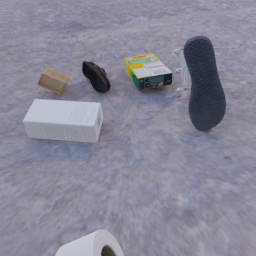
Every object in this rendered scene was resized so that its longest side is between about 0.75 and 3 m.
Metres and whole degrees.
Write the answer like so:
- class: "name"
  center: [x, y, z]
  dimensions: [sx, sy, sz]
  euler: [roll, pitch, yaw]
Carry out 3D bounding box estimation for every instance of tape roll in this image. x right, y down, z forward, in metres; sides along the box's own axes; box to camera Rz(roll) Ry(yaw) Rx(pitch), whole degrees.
- class: "tape roll"
  center: [-0.572, 2.284, 4.482]
  dimensions: [0.747, 1.087, 1.087]
  euler: [-26, 40, 14]

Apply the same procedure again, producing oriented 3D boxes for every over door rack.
- class: "over door rack"
  center: [2.660, -1.931, 9.289]
  dimensions: [2.146, 0.715, 1.585]
  euler: [-4, 78, 11]

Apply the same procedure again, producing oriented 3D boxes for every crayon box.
- class: "crayon box"
  center: [0.682, -2.084, 10.218]
  dimensions: [1.228, 0.504, 1.953]
  euler: [-11, 36, -10]

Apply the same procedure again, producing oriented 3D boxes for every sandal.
- class: "sandal"
  center: [2.137, -1.186, 7.748]
  dimensions: [1.023, 2.689, 0.576]
  euler: [-5, 25, 13]

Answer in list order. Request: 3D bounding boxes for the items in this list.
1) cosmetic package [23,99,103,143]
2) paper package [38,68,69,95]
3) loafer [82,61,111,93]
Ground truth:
- class: "cosmetic package"
  center: [-1.808, -0.213, 8.043]
  dimensions: [2.006, 0.742, 1.020]
  euler: [4, 45, 6]
- class: "paper package"
  center: [-2.473, -1.571, 9.394]
  dimensions: [0.858, 0.466, 0.900]
  euler: [22, 19, -14]
- class: "loafer"
  center: [-1.014, -1.875, 9.848]
  dimensions: [0.668, 0.683, 1.871]
  euler: [-10, 42, -28]
